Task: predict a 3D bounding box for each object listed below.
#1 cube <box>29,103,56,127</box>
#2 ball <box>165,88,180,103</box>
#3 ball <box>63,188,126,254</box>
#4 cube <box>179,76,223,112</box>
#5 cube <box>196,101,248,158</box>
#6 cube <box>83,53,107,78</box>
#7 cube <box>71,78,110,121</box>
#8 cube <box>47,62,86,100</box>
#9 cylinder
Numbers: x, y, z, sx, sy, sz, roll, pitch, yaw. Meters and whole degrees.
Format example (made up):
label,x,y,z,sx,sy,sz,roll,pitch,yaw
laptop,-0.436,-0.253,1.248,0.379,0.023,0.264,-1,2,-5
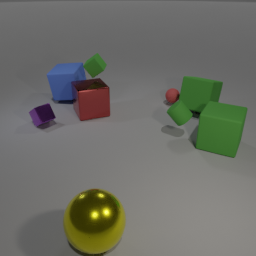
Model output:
label,x,y,z,sx,sy,sz,roll,pitch,yaw
cube,-3.567,-0.539,11.660,0.700,0.700,0.700,-27,5,-41
ball,2.170,-1.578,13.620,0.700,0.700,0.700,0,28,0
ball,-0.745,2.068,6.294,1.400,1.400,1.400,0,28,0
cube,3.283,-1.531,12.705,1.400,1.400,1.400,18,17,31
cube,3.383,0.003,10.146,1.400,1.400,1.400,14,31,24
cube,-1.487,-2.825,12.663,0.700,0.700,0.700,-29,25,25
cube,-1.685,-1.322,12.649,1.400,1.400,1.400,-11,30,-19
cube,-2.946,-2.307,13.850,1.400,1.400,1.400,-1,33,12
cylinder,1.935,-0.553,10.503,0.700,0.700,0.700,-40,11,9
